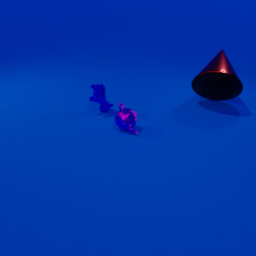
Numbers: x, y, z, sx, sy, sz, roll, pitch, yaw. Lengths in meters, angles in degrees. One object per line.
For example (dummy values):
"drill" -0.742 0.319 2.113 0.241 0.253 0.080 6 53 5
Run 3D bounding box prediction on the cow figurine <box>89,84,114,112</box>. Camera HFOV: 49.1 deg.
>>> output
"cow figurine" -0.841 -0.988 9.112 0.491 0.895 0.880 5 1 37

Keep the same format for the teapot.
"teapot" -0.021 -0.252 8.025 0.664 0.523 1.068 -19 76 -27

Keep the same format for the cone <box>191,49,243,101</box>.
"cone" 3.160 -2.084 9.672 1.661 1.661 1.667 9 66 16
